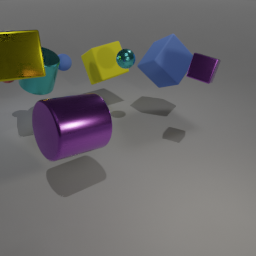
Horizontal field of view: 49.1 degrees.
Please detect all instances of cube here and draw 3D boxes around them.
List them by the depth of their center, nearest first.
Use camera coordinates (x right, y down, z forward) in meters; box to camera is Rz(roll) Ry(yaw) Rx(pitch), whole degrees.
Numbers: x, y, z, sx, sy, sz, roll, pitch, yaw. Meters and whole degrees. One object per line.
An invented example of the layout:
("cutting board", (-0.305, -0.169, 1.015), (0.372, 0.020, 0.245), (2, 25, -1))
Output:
("cube", (2.200, -1.742, 8.152), (0.700, 0.700, 0.700), (23, 20, 18))
("cube", (-3.509, -2.317, 8.935), (1.400, 1.400, 1.400), (-11, 18, -19))
("cube", (1.517, -2.634, 11.244), (1.400, 1.400, 1.400), (-56, 23, -14))
("cube", (-1.047, -2.890, 12.565), (1.400, 1.400, 1.400), (-24, 11, -26))

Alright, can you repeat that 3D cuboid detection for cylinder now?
("cylinder", (-1.324, -0.058, 6.631), (1.400, 1.400, 1.400), (-14, 31, -38))
("cylinder", (-3.527, -2.269, 11.116), (1.400, 1.400, 1.400), (16, 39, -14))

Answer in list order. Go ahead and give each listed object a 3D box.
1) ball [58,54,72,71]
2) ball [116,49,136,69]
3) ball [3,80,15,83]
("ball", (-2.713, -2.746, 11.725), (0.700, 0.700, 0.700), (0, 28, 0))
("ball", (-0.082, -2.469, 9.996), (0.700, 0.700, 0.700), (0, 28, 0))
("ball", (-4.609, -2.059, 10.669), (0.700, 0.700, 0.700), (0, 28, 0))
